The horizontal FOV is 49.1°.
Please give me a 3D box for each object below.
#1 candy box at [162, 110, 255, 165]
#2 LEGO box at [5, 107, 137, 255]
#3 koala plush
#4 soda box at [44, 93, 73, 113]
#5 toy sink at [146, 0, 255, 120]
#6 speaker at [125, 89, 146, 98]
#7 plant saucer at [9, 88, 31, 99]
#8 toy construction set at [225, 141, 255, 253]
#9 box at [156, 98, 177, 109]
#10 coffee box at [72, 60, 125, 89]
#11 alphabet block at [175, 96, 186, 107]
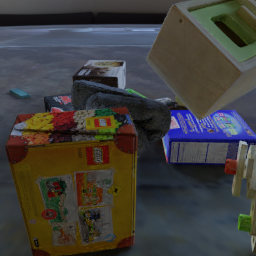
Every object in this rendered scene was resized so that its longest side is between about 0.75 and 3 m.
[{"bbox_3d":[1.930,0.186,7.160,2.062,0.794,1.744,2,26,1],"label":"candy box"},{"bbox_3d":[-0.708,0.843,4.117,1.563,2.099,0.810,-4,30,-8],"label":"LEGO box"},{"bbox_3d":[-0.232,0.349,5.395,1.876,2.041,1.810,8,16,-25],"label":"koala plush"},{"bbox_3d":[-1.467,-0.089,7.603,1.036,0.927,2.929,-12,27,-24],"label":"soda box"},{"bbox_3d":[1.986,-1.582,5.501,2.578,1.444,1.680,-25,70,-32],"label":"toy sink"},{"bbox_3d":[0.294,-0.892,9.685,0.675,0.675,1.527,-12,27,-25],"label":"speaker"},{"bbox_3d":[-4.460,-1.441,11.538,0.440,0.119,1.259,-20,30,-37],"label":"plant saucer"},{"bbox_3d":[2.587,1.186,3.815,2.664,1.747,1.227,15,30,29],"label":"toy construction set"},{"bbox_3d":[1.191,-0.855,10.157,0.992,0.187,0.677,-11,27,-23],"label":"box"},{"bbox_3d":[-1.037,-1.849,11.140,1.643,1.160,2.907,2,25,5],"label":"coffee box"},{"bbox_3d":[2.323,-1.264,10.281,0.867,0.846,0.851,15,27,31],"label":"alphabet block"}]
